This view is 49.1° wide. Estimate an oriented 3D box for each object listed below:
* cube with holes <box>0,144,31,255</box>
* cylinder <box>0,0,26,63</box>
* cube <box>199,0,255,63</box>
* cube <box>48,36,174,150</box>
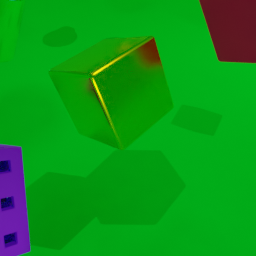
[{"bbox_3d":[-2.067,0.899,3.409,1.254,1.254,1.254,-6,3,-37],"label":"cube with holes"},{"bbox_3d":[-2.856,-2.172,5.626,1.292,1.292,1.292,19,25,-9],"label":"cylinder"},{"bbox_3d":[1.895,-1.733,3.682,1.273,1.273,1.273,-45,35,-19],"label":"cube"},{"bbox_3d":[-0.213,-0.539,3.965,1.107,1.107,1.107,-39,33,-28],"label":"cube"}]
